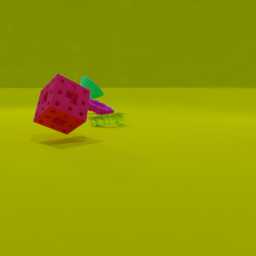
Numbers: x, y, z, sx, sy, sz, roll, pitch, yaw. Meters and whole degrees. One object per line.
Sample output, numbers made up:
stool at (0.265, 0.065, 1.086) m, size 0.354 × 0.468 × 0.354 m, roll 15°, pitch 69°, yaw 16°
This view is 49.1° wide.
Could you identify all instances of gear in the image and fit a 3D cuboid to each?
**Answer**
gear at (-0.651, -0.272, 8.774) m, size 1.112 × 0.206 × 1.112 m, roll -8°, pitch 10°, yaw 1°
gear at (-1.196, -0.815, 10.905) m, size 1.338 × 0.247 × 1.338 m, roll 23°, pitch 13°, yaw -6°

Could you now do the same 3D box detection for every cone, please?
cone at (-1.922, -1.390, 12.301) m, size 1.246 × 1.251 × 1.246 m, roll 37°, pitch -11°, yaw 8°

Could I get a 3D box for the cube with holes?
cube with holes at (-1.503, -0.512, 6.424) m, size 0.872 × 0.872 × 0.872 m, roll 25°, pitch -36°, yaw -33°
